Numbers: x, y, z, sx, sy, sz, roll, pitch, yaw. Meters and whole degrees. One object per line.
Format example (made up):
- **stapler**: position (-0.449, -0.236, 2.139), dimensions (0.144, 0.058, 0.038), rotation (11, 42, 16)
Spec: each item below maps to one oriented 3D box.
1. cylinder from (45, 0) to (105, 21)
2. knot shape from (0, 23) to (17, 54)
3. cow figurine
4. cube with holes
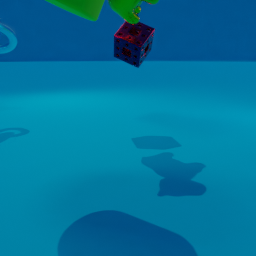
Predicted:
- **cylinder**: position (-0.746, -2.222, 3.799), dimensions (1.120, 1.120, 1.120), rotation (23, 13, -6)
- **knot shape**: position (-3.951, -2.683, 8.102), dimensions (0.718, 1.553, 1.453), rotation (28, 1, 42)
- **cow figurine**: position (-0.051, -3.168, 5.901), dimensions (1.605, 0.895, 1.631), rotation (26, -36, -26)
- **cube with holes**: position (0.151, -2.244, 7.402), dimensions (0.773, 0.773, 0.773), rotation (27, 64, 11)
